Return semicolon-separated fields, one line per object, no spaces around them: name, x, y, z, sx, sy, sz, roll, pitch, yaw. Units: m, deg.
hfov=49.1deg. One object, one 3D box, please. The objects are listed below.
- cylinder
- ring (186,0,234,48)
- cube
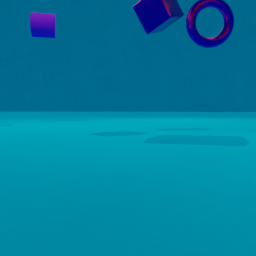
cylinder;-2.875;-3.486;9.535;0.780;0.780;0.780;0;3;-12
ring;2.218;-2.848;7.577;1.322;1.322;0.264;0;10;-4
cube;0.692;-2.654;6.351;0.709;0.709;0.709;-25;5;42
